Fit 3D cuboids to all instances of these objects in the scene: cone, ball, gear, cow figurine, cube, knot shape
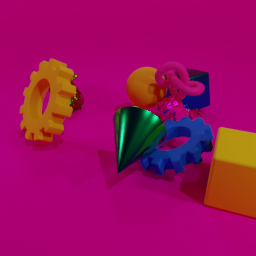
[{"bbox_3d":[0.024,0.382,5.064,1.102,1.102,1.106,12,51,19],"label":"cone"},{"bbox_3d":[0.483,-1.042,7.296,1.069,1.069,1.069,0,30,0],"label":"ball"},{"bbox_3d":[0.937,0.315,5.771,1.573,0.291,1.573,-20,26,10],"label":"gear"},{"bbox_3d":[1.290,-0.397,6.859,1.100,1.118,0.614,-30,37,-11],"label":"cow figurine"},{"bbox_3d":[1.579,-1.032,7.719,0.951,0.951,0.951,-19,25,-19],"label":"cube"},{"bbox_3d":[1.978,0.751,4.848,1.040,1.040,1.040,11,32,17],"label":"cube"},{"bbox_3d":[-1.726,-1.106,8.177,1.377,0.756,1.355,50,13,5],"label":"cow figurine"},{"bbox_3d":[1.175,-1.061,6.692,1.171,0.541,1.096,31,-7,-2],"label":"knot shape"},{"bbox_3d":[-1.862,-0.608,6.342,0.342,1.848,1.848,15,15,-43],"label":"gear"}]
